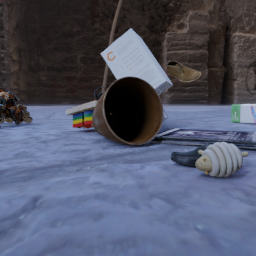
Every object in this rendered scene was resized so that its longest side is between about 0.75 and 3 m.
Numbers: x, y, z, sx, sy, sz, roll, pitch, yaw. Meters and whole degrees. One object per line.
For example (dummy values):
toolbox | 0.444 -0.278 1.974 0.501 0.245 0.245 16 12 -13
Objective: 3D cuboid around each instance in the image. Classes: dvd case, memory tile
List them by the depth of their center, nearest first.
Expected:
dvd case | 2.417 0.277 8.350 2.974 0.238 2.211 3 7 26
memory tile | -5.660 -0.649 13.498 1.851 0.155 1.418 -1 -32 -2

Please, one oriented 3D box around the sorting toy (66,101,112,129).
sorting toy | -0.891 -0.402 10.463 2.129 0.741 2.116 2 -7 -39

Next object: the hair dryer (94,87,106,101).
hair dryer | -1.353 -0.849 13.170 1.452 1.907 0.518 40 -3 -14

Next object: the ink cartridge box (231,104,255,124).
ink cartridge box | 6.590 -0.713 14.028 1.610 0.934 2.223 -6 9 -42

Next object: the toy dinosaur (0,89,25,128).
toy dinosaur | -5.659 -1.000 12.003 1.404 1.865 2.748 -13 -47 47

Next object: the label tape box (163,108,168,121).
label tape box | 0.980 -0.288 10.456 0.975 0.428 1.352 -35 -6 18

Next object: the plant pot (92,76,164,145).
plant pot | -0.279 -0.336 8.254 1.847 1.847 1.976 -4 -6 -29

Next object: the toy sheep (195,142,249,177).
toy sheep | 1.564 0.513 4.655 0.930 0.641 0.641 -16 9 -9

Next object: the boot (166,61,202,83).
boot | 2.339 -2.445 12.079 1.810 0.666 0.683 26 -20 47

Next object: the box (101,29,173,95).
box | 0.374 -2.406 11.544 1.639 2.635 1.284 -35 -12 18

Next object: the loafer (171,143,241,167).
loafer | 1.466 0.505 5.321 1.294 0.454 0.439 2 7 16
